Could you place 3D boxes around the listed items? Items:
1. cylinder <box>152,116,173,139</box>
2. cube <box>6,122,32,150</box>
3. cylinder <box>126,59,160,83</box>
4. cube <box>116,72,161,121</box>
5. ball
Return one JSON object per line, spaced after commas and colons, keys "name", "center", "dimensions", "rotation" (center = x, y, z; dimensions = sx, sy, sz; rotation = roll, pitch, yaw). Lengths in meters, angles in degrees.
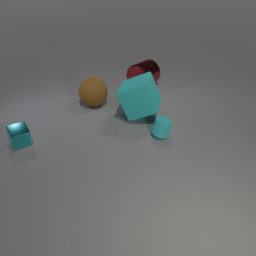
{"name": "cylinder", "center": [1.371, -0.037, 11.256], "dimensions": [0.700, 0.700, 0.700], "rotation": [12, 25, -6]}
{"name": "cube", "center": [-4.173, 0.298, 10.730], "dimensions": [0.700, 0.700, 0.700], "rotation": [-19, 49, -30]}
{"name": "cylinder", "center": [0.862, -2.985, 15.631], "dimensions": [1.400, 1.400, 1.400], "rotation": [23, 38, 33]}
{"name": "cube", "center": [0.513, -1.373, 12.182], "dimensions": [1.400, 1.400, 1.400], "rotation": [-16, 28, 22]}
{"name": "ball", "center": [-1.688, -1.751, 13.530], "dimensions": [1.400, 1.400, 1.400], "rotation": [0, 31, 0]}
